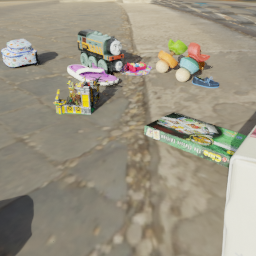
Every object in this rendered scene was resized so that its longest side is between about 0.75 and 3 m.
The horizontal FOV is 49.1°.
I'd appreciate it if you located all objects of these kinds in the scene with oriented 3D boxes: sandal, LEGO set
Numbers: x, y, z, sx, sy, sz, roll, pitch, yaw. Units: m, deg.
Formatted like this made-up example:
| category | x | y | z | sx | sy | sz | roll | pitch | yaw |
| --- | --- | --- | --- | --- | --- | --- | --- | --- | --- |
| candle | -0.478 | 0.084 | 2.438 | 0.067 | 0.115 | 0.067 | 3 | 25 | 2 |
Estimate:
| category | x | y | z | sx | sy | sz | roll | pitch | yaw |
| --- | --- | --- | --- | --- | --- | --- | --- | --- | --- |
| sandal | -1.503 | -2.224 | 10.993 | 2.621 | 0.644 | 1.067 | 22 | 36 | 34 |
| LEGO set | -1.534 | -1.203 | 8.774 | 1.392 | 1.049 | 1.811 | 9 | 31 | 15 |

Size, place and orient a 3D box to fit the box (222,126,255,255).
| category | x | y | z | sx | sy | sz | roll | pitch | yaw |
| --- | --- | --- | --- | --- | --- | --- | --- | --- | --- |
| box | 2.811 | 0.747 | 4.300 | 1.626 | 1.908 | 2.984 | 14 | 32 | 35 |

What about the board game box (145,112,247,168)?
| category | x | y | z | sx | sy | sz | roll | pitch | yaw |
| --- | --- | --- | --- | --- | --- | --- | --- | --- | --- |
| board game box | 1.923 | 0.285 | 6.730 | 2.778 | 0.326 | 1.455 | 22 | 27 | 34 |

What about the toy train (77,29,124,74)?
| category | x | y | z | sx | sy | sz | roll | pitch | yaw |
| --- | --- | --- | --- | --- | --- | --- | --- | --- | --- |
| toy train | -1.203 | -3.270 | 11.922 | 1.158 | 1.548 | 2.717 | -22 | 36 | -33 |

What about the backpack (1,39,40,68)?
| category | x | y | z | sx | sy | sz | roll | pitch | yaw |
| --- | --- | --- | --- | --- | --- | --- | --- | --- | --- |
| backpack | -4.891 | -3.302 | 12.547 | 1.390 | 1.124 | 1.459 | -31 | 44 | -27 |

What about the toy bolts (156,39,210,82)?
| category | x | y | z | sx | sy | sz | roll | pitch | yaw |
| --- | --- | --- | --- | --- | --- | --- | --- | --- | --- |
| toy bolts | 2.296 | -2.497 | 11.387 | 1.974 | 1.434 | 2.067 | 33 | 5 | -27 |

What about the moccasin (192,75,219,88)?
| category | x | y | z | sx | sy | sz | roll | pitch | yaw |
| --- | --- | --- | --- | --- | --- | --- | --- | --- | --- |
| moccasin | 2.891 | -1.733 | 10.432 | 1.013 | 0.345 | 0.408 | 13 | 32 | 22 |

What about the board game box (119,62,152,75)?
| category | x | y | z | sx | sy | sz | roll | pitch | yaw |
| --- | --- | --- | --- | --- | --- | --- | --- | --- | --- |
| board game box | 0.355 | -2.680 | 12.152 | 1.247 | 0.307 | 1.578 | 7 | 31 | 13 |
